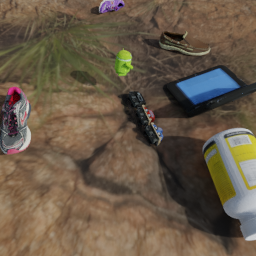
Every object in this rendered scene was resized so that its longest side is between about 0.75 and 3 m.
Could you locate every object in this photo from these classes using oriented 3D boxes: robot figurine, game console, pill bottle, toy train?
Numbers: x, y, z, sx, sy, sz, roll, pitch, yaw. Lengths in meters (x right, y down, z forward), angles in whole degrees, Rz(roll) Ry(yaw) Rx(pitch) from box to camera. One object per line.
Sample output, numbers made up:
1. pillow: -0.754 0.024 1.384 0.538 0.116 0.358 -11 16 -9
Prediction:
1. robot figurine: -0.184 -2.385 10.202 0.554 0.958 0.841 -9 40 -27
2. game console: 3.355 -1.682 10.485 2.950 2.595 1.717 -22 86 -14
3. pill bottle: 3.389 1.586 8.142 1.644 1.644 2.934 -8 56 -6
4. toy train: 0.664 -0.412 10.329 0.596 0.444 2.601 -9 53 -21

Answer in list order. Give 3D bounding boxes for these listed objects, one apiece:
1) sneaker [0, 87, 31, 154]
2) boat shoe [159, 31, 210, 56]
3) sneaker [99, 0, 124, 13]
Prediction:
1. sneaker: -4.065 -0.266 9.859 1.065 0.987 2.643 -9 56 -6
2. boat shoe: 2.544 -3.831 12.467 2.302 0.852 0.850 10 55 7
3. sneaker: -0.827 -6.269 14.387 1.495 0.603 0.623 -32 66 -21
